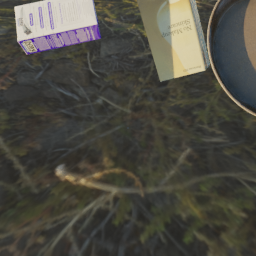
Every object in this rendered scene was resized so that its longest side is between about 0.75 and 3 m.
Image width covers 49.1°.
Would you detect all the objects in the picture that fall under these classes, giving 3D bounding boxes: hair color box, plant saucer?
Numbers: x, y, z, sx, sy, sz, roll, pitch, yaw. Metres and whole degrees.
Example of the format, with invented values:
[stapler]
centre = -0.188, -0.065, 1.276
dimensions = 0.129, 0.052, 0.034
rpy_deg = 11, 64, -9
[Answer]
[hair color box]
centre = -2.031, -3.062, 8.168
dimensions = 2.276, 0.738, 1.244
rpy_deg = -11, 70, -2
[plant saucer]
centre = 2.517, -1.347, 4.823
dimensions = 2.589, 0.415, 2.589
rpy_deg = 1, 83, -8

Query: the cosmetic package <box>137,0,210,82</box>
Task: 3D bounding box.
[cosmetic package]
centre = 1.168, -2.600, 7.216
dimensions = 1.316, 2.502, 0.889
rpy_deg = -12, 17, 28
